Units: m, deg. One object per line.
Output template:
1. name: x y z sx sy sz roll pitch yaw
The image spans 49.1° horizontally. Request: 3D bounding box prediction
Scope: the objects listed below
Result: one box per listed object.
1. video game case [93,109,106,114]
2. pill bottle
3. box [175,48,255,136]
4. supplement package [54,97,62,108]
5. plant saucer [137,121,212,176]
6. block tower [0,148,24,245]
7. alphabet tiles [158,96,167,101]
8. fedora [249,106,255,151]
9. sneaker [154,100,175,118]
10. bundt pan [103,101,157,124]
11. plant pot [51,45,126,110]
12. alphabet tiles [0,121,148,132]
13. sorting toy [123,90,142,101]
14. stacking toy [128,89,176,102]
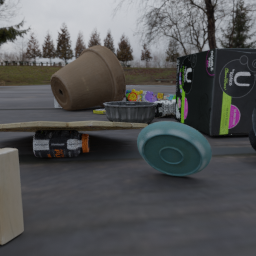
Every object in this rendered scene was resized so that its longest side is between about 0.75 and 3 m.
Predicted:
1. video game case: -0.580 -0.595 10.003 0.928 0.131 1.027 5 10 29
2. pill bottle: -1.035 0.243 4.442 0.828 0.440 0.440 -1 10 -3
3. box: 2.256 -0.917 6.880 1.543 1.844 2.483 -2 10 -9
4. supplement package: -2.656 -1.152 11.967 0.537 0.517 0.943 4 11 21
5. plant saucer: 0.527 0.299 3.342 0.904 0.904 0.124 4 44 21
6. block tower: -2.205 0.463 2.441 2.677 0.723 0.774 4 12 22
7. alphabet tiles: 2.190 -1.509 14.210 2.475 0.181 2.420 -8 4 -38
8. fedora: 2.335 0.102 4.228 1.319 1.319 0.602 -3 -20 -17
9. sneaker: 1.465 -0.656 8.984 1.814 0.603 0.821 -1 13 3
10. bundt pan: 0.063 -0.411 7.746 1.502 0.564 1.502 1 10 0
11. plant pot: -1.686 -1.716 10.965 2.226 2.553 2.553 -30 26 -33
12. alphabet tiles: -1.174 0.006 5.074 2.775 0.088 2.309 -3 -3 36
13. sorting toy: -0.088 -1.381 13.412 1.553 0.637 0.933 15 29 13
14. stacking toy: 1.485 -1.248 12.368 2.551 0.599 1.923 10 8 17
